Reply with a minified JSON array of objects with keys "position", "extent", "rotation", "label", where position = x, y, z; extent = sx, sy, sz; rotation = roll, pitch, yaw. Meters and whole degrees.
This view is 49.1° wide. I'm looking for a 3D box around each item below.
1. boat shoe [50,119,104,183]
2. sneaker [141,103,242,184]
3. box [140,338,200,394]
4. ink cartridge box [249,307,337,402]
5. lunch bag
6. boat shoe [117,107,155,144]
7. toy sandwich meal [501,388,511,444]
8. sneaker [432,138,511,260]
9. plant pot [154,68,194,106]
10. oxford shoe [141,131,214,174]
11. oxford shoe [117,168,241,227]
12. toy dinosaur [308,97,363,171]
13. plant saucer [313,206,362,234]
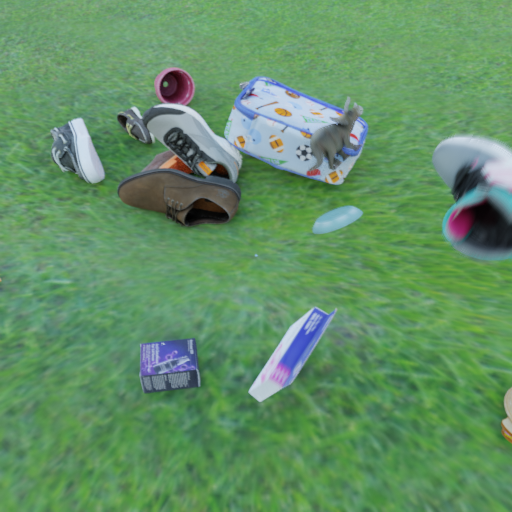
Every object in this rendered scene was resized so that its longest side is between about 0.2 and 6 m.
[{"position":[-4.332,-2.389,13.342],"extent":[1.010,1.027,2.848],"rotation":[-23,36,-11],"label":"boat shoe"},{"position":[-1.355,-2.420,12.425],"extent":[2.631,0.972,1.043],"rotation":[31,42,-31],"label":"sneaker"},{"position":[-1.363,1.730,8.859],"extent":[0.900,0.470,0.666],"rotation":[-7,41,-7],"label":"box"},{"position":[0.509,1.402,8.201],"extent":[0.298,1.378,1.353],"rotation":[37,60,2],"label":"ink cartridge box"},{"position":[0.947,-3.075,13.248],"extent":[3.256,1.230,2.609],"rotation":[25,39,3],"label":"lunch bag"},{"position":[-3.127,-3.318,14.544],"extent":[0.554,0.657,1.842],"rotation":[-21,38,-18],"label":"boat shoe"},{"position":[4.140,2.395,8.191],"extent":[1.184,0.406,1.184],"rotation":[2,39,-2],"label":"toy sandwich meal"},{"position":[3.768,-0.971,9.653],"extent":[1.875,1.298,3.105],"rotation":[-14,44,-29],"label":"sneaker"},{"position":[-2.437,-4.856,16.053],"extent":[1.088,1.088,0.974],"rotation":[-19,30,-20],"label":"plant pot"},{"position":[-1.856,-2.348,13.270],"extent":[0.885,0.865,2.427],"rotation":[18,44,27],"label":"oxford shoe"},{"position":[-1.696,-1.184,11.834],"extent":[2.652,0.964,1.119],"rotation":[4,43,4],"label":"oxford shoe"},{"position":[1.517,-2.321,11.533],"extent":[1.891,0.728,0.967],"rotation":[-41,92,-19],"label":"toy dinosaur"},{"position":[1.425,-0.674,10.015],"extent":[0.944,0.170,0.944],"rotation":[-23,15,6],"label":"plant saucer"}]
